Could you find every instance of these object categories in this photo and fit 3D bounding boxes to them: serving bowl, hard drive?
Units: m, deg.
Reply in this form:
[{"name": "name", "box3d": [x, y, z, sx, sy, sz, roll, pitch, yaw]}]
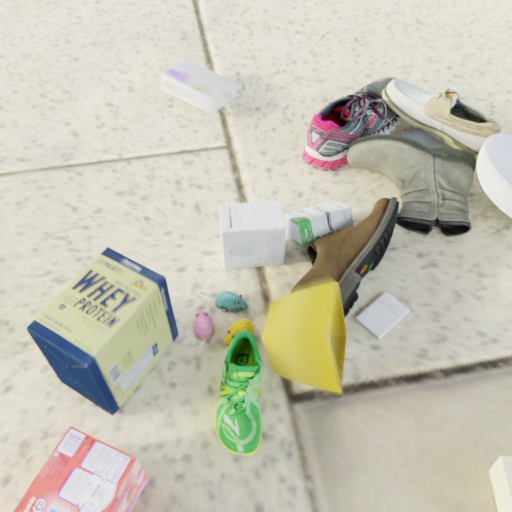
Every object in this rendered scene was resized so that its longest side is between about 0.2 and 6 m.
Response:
[{"name": "serving bowl", "box3d": [5.374, -1.325, 11.081, 2.443, 0.804, 2.443, 13, 45, -14]}, {"name": "hard drive", "box3d": [2.222, 1.047, 9.875, 0.830, 0.111, 0.547, -36, 60, -25]}, {"name": "hard drive", "box3d": [3.728, -2.223, 12.325, 0.990, 0.233, 1.419, -30, 58, -22]}]

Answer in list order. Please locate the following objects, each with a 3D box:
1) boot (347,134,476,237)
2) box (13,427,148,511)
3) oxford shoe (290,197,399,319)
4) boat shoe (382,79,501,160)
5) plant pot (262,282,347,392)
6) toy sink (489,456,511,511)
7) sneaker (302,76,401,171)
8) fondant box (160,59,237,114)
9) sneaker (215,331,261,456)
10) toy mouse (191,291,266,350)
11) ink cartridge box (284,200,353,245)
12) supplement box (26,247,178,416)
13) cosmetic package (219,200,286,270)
[{"name": "boot", "box3d": [3.020, -1.398, 11.251, 2.710, 0.918, 1.771, 12, 68, 13]}, {"name": "box", "box3d": [-2.488, 3.585, 7.309, 1.138, 1.050, 2.218, 19, 55, 14]}, {"name": "oxford shoe", "box3d": [1.651, -0.166, 10.201, 1.279, 1.101, 3.029, 28, 57, 22]}, {"name": "boat shoe", "box3d": [4.074, -3.202, 12.244, 2.648, 0.906, 0.990, 31, 52, 3]}, {"name": "plant pot", "box3d": [0.753, 1.250, 8.683, 1.080, 1.224, 1.224, -2, 38, 16]}, {"name": "toy sink", "box3d": [3.757, 3.423, 7.724, 0.716, 0.615, 1.098, 2, 47, 2]}, {"name": "sneaker", "box3d": [2.309, -3.135, 12.429, 1.287, 1.192, 3.191, 33, 59, 23]}, {"name": "fondant box", "box3d": [-1.379, -4.076, 13.432, 1.487, 0.433, 1.073, 29, 46, 14]}, {"name": "sneaker", "box3d": [-0.278, 2.053, 8.636, 0.734, 0.828, 1.982, -1, 53, -1]}, {"name": "toy mouse", "box3d": [-0.655, 1.010, 9.787, 1.501, 0.290, 1.334, -28, 57, -20]}, {"name": "ink cartridge box", "box3d": [1.188, -0.657, 10.751, 1.122, 0.466, 0.822, -18, 20, -13]}, {"name": "supplement box", "box3d": [-2.269, 1.181, 8.725, 1.171, 1.745, 1.743, 26, 56, 19]}, {"name": "cosmetic package", "box3d": [-0.070, -0.377, 10.311, 1.146, 1.143, 0.705, -3, 54, -3]}]
